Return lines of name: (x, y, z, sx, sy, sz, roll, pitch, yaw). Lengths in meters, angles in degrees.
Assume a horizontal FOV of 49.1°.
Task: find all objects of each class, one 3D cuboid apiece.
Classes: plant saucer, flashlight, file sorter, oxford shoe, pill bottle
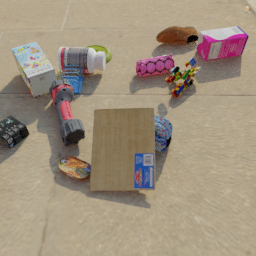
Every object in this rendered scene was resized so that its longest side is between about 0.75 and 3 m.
plant saucer: (-1.620, -3.594, 13.632, 1.711, 0.266, 1.711, 1, 47, -1)
flashlight: (-2.233, -0.684, 10.449, 0.966, 0.962, 2.842, -10, 46, -21)
file sorter: (-2.396, -2.084, 11.928, 0.779, 0.689, 1.122, 1, 46, 0)
oxford shoe: (2.587, -4.658, 14.279, 2.319, 0.827, 0.826, -12, 53, -13)
pill bottle: (-2.042, -3.027, 12.519, 1.993, 1.103, 1.103, 3, 47, 4)

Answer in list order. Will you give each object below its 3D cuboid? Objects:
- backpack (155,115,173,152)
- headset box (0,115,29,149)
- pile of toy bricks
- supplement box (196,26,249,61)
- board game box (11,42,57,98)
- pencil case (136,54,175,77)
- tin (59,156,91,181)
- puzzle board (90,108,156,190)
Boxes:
backpack: (1.007, 0.146, 9.554, 1.001, 1.096, 0.737, 22, 51, 18)
headset box: (-4.249, 0.107, 10.016, 1.022, 0.474, 0.890, 28, 54, 24)
pile of toy bricks: (2.171, -2.207, 12.015, 1.986, 1.102, 0.980, -49, 24, -24)
supplement box: (4.521, -4.108, 13.566, 2.061, 1.065, 1.043, -10, 49, -11)
board game box: (-3.960, -2.509, 11.928, 1.133, 1.113, 2.161, -24, 56, -20)
pencil case: (1.205, -2.823, 12.543, 1.707, 0.800, 0.775, -15, 48, -13)
tin: (-1.703, 1.302, 9.068, 1.145, 0.240, 0.641, 22, 47, 17)
puzzle board: (-0.146, 0.638, 8.952, 2.017, 0.233, 2.677, -1, 72, 5)
